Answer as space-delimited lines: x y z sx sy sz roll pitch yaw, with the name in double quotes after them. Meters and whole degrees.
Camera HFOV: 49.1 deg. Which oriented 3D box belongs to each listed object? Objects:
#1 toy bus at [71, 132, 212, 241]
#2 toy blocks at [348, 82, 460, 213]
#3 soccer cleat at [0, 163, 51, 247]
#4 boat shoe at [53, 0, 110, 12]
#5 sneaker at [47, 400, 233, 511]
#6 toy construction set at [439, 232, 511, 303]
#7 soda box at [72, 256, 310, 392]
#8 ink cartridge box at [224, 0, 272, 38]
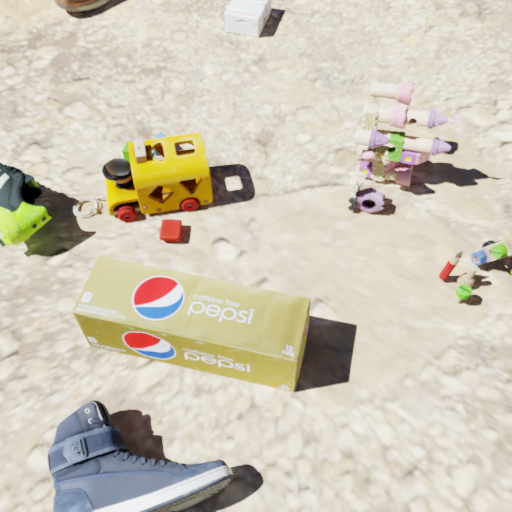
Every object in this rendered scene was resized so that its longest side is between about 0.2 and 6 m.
-1.979 -1.541 10.356 2.284 1.251 2.421 26 58 18 "toy bus"
2.723 -1.921 10.280 1.632 1.812 1.939 12 52 15 "toy blocks"
-4.624 -1.261 10.228 1.096 0.913 2.703 -34 60 -15 "soccer cleat"
-4.113 -7.617 14.691 1.274 1.208 3.365 24 58 16 "boat shoe"
-1.627 2.668 7.573 2.378 0.904 1.718 -14 58 -8 "sneaker"
4.140 0.088 8.956 1.989 1.528 1.659 0 60 -1 "toy construction set"
-0.925 1.032 8.584 3.389 1.148 1.085 10 55 7 "soda box"
-0.199 -6.089 14.028 0.898 0.526 1.243 13 54 9 "ink cartridge box"
